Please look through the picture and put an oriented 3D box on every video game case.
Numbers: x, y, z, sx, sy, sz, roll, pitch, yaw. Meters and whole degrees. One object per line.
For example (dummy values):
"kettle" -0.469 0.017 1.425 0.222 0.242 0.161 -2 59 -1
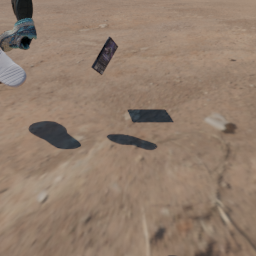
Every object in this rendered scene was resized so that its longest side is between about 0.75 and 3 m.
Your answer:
"video game case" -0.738 -2.322 9.101 0.106 1.113 0.795 31 3 16

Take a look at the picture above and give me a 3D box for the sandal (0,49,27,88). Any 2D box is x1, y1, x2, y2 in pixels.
"sandal" -3.621 -1.623 8.310 2.221 0.637 0.851 36 78 31

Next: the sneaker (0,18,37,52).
"sneaker" -1.749 -1.375 4.425 0.836 0.361 0.324 -23 0 36

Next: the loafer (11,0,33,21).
"loafer" -3.002 -3.624 7.781 0.465 1.480 0.532 18 27 34
